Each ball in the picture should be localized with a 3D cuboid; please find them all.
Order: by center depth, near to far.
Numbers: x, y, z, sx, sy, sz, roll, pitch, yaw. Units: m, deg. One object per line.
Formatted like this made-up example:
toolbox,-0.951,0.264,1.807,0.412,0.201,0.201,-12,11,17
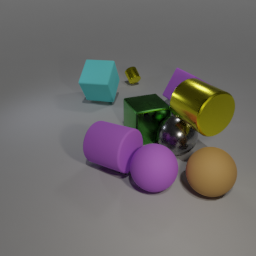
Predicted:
ball,2.350,1.234,7.949,1.400,1.400,1.400,0,30,0
ball,0.760,1.159,8.198,1.400,1.400,1.400,0,30,0
ball,1.722,0.246,9.751,1.400,1.400,1.400,0,30,0

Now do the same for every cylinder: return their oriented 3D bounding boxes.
cylinder,2.225,-0.650,8.500,1.400,1.400,1.400,-14,31,-23
cylinder,-0.461,0.576,8.907,1.400,1.400,1.400,14,33,32
cylinder,0.263,-2.915,15.508,0.700,0.700,0.700,-14,67,-23

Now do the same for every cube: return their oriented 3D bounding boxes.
cube,0.704,-0.351,10.776,1.400,1.400,1.400,-10,32,-17
cube,2.690,-1.639,12.496,1.400,1.400,1.400,17,18,-34
cube,-1.313,-2.216,13.211,1.400,1.400,1.400,6,63,13
